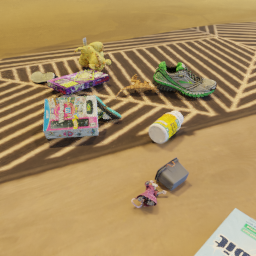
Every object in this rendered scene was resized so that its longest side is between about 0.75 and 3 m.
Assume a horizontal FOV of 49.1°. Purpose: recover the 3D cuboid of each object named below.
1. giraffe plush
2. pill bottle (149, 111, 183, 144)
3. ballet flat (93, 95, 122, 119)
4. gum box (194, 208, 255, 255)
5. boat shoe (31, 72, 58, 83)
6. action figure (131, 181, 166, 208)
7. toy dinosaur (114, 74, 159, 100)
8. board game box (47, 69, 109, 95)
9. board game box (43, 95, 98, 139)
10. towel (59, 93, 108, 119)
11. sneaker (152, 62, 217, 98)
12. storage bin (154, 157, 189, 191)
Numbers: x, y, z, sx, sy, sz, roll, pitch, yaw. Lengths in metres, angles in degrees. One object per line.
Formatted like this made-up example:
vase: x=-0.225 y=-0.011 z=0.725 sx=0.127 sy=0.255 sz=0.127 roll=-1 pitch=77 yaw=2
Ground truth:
giraffe plush: x=-1.759 y=-3.708 z=15.094 sx=1.676 sy=1.942 sz=1.575 roll=-36 pitch=70 yaw=-1
pill bottle: x=1.486 y=-0.085 z=10.606 sx=0.809 sy=0.809 sz=1.435 roll=25 pitch=42 yaw=30
ballet flat: x=-0.987 y=-0.732 z=11.618 sx=1.556 sy=0.532 sz=0.529 roll=39 pitch=13 yaw=7
gum box: x=2.704 y=3.215 z=6.307 sx=2.411 sy=0.537 sz=2.048 roll=-30 pitch=46 yaw=-34
boat shoe: x=-4.269 y=-2.544 z=14.277 sx=1.566 sy=0.573 sz=0.491 roll=4 pitch=-7 yaw=24
action figure: x=0.639 y=1.942 z=8.252 sx=0.660 sy=0.733 sz=0.985 roll=49 pitch=26 yaw=-8
toy dinosaur: x=0.386 y=-1.998 z=13.355 sx=2.211 sy=0.668 sz=1.174 roll=-5 pitch=38 yaw=-6
board game box: x=-2.404 y=-2.323 z=13.779 sx=2.627 sy=0.424 sz=1.577 roll=-26 pitch=42 yaw=-37
board game box: x=-2.167 y=-0.424 z=10.739 sx=1.979 sy=0.636 sz=1.460 roll=-5 pitch=62 yaw=-4
towel: x=-2.247 y=-0.835 z=12.070 sx=2.435 sy=0.277 sz=1.749 roll=24 pitch=42 yaw=29
sneaker: x=2.697 y=-2.281 z=13.099 sx=2.997 sy=1.277 sz=1.169 roll=12 pitch=35 yaw=1
storage bin: x=1.415 y=1.436 z=8.714 sx=0.954 sy=0.694 sz=0.641 roll=-28 pitch=55 yaw=-33
